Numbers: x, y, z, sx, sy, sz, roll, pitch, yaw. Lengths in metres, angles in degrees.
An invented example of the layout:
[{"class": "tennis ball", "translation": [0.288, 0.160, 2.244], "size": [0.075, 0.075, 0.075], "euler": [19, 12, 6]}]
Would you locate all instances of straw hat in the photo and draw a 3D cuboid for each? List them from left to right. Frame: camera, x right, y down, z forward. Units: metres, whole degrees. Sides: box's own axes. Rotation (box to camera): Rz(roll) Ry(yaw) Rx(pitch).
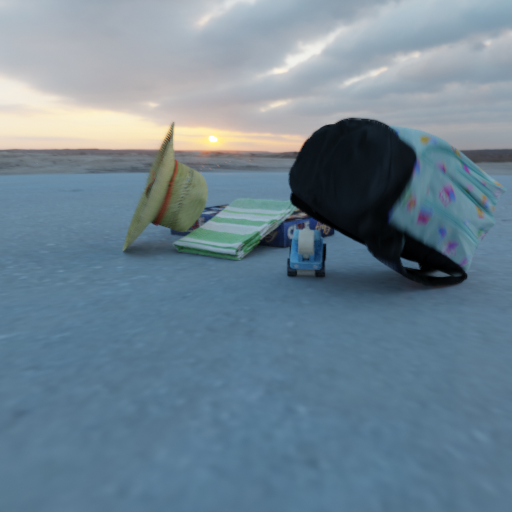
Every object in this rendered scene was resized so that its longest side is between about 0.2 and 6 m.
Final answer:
[{"class": "straw hat", "translation": [-1.695, -1.254, 11.770], "size": [1.241, 2.933, 2.933], "euler": [22, 5, -17]}]

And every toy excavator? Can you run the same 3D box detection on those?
[{"class": "toy excavator", "translation": [0.801, -0.159, 9.013], "size": [0.641, 1.284, 1.249], "euler": [2, 41, 8]}]

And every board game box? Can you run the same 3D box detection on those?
[{"class": "board game box", "translation": [-0.101, -0.804, 13.797], "size": [3.403, 0.589, 2.305], "euler": [7, 13, 34]}]

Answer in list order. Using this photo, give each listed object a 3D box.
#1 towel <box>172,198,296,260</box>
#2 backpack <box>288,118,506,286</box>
[{"class": "towel", "translation": [-0.410, -0.653, 11.875], "size": [1.814, 0.278, 2.378], "euler": [7, 34, 36]}, {"class": "backpack", "translation": [2.342, -0.833, 8.658], "size": [3.095, 1.959, 2.583], "euler": [24, 12, -31]}]
